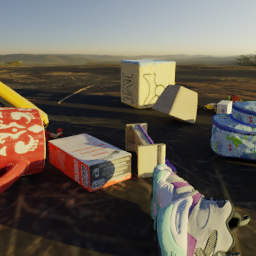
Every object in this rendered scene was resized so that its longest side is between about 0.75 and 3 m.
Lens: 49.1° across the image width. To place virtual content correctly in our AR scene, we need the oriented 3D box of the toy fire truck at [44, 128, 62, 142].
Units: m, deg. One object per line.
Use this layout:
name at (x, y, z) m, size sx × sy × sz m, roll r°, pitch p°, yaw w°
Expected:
toy fire truck at (-2.571, 0.243, 9.263) m, size 0.658 × 0.227 × 0.933 m, roll -1°, pitch 16°, yaw 0°

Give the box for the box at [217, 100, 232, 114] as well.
box at (4.260, -0.850, 12.383) m, size 0.458 × 0.584 × 0.939 m, roll 9°, pitch 19°, yaw 29°

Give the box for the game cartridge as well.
game cartridge at (-3.714, -0.849, 8.922) m, size 2.549 × 0.414 × 2.247 m, roll 35°, pitch -14°, yaw -8°

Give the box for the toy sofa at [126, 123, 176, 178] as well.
toy sofa at (0.544, 0.501, 7.317) m, size 0.968 × 0.821 × 1.983 m, roll -3°, pitch 17°, yaw -8°

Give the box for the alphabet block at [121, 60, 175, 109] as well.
alphabet block at (0.985, -2.371, 14.626) m, size 2.210 × 2.262 × 2.221 m, roll -6°, pitch 17°, yaw -23°

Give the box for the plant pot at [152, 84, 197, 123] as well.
plant pot at (1.975, -1.031, 11.151) m, size 1.325 × 1.174 × 1.327 m, roll 17°, pitch 5°, yaw -29°

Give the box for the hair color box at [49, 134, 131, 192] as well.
hair color box at (-0.986, 0.744, 6.797) m, size 1.132 × 0.653 × 2.042 m, roll -12°, pitch 18°, yaw -36°

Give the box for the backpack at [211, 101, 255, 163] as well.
backpack at (3.343, 0.047, 7.654) m, size 2.038 × 1.498 × 1.865 m, roll 3°, pitch 16°, yaw 10°

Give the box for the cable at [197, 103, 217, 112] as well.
cable at (3.658, -1.079, 13.437) m, size 1.698 × 0.427 × 0.825 m, roll 15°, pitch 24°, yaw 41°

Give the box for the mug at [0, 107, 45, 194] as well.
mug at (-3.323, 0.669, 5.955) m, size 2.861 × 2.540 × 1.909 m, roll -4°, pitch -20°, yaw -29°

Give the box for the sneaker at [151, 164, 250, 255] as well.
sneaker at (1.169, 1.341, 4.596) m, size 1.540 × 0.856 × 2.202 m, roll 2°, pitch 26°, yaw 1°

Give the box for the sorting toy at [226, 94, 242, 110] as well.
sorting toy at (5.031, -1.171, 13.264) m, size 0.508 × 0.744 × 1.239 m, roll 2°, pitch -2°, yaw 4°
